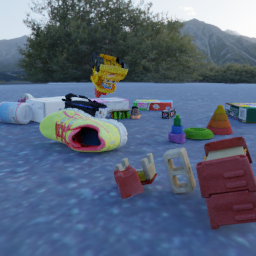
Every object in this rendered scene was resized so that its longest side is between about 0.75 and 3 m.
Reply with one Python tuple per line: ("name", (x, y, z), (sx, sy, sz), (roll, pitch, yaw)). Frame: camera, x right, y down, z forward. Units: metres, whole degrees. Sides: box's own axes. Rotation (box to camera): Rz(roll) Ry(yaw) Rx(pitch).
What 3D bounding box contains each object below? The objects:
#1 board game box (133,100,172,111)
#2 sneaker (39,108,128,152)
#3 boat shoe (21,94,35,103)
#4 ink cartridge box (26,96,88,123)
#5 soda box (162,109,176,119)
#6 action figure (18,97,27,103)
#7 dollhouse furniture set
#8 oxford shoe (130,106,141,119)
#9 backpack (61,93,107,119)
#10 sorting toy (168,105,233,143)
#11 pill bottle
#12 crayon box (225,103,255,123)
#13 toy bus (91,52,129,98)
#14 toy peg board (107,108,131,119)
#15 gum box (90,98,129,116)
("board game box", (1.392, -1.263, 15.386), (2.063, 0.416, 1.579), (2, 12, 9))
("sneaker", (-1.383, 0.086, 7.328), (2.580, 1.008, 1.165), (5, 15, 23))
("boat shoe", (-4.506, -1.115, 13.089), (0.861, 0.843, 2.418), (-3, 0, -30))
("ink cartridge box", (-2.953, -0.819, 11.915), (2.190, 0.929, 1.595), (-9, 15, -44))
("soda box", (1.843, -0.652, 12.610), (0.361, 0.323, 1.021), (6, 12, 26))
("action figure", (-4.666, -0.949, 11.886), (0.752, 1.122, 0.836), (50, 19, 21))
("dollhouse furniture set", (0.794, 0.877, 4.317), (2.231, 0.907, 1.200), (-14, 6, 24))
("oxford shoe", (0.352, -0.764, 12.681), (0.498, 0.510, 1.398), (-1, 11, -3))
("backpack", (-1.421, -0.529, 9.918), (1.480, 1.140, 1.409), (21, 18, 22))
("sorting toy", (2.330, -0.202, 8.830), (2.785, 0.959, 0.966), (-8, 14, -37))
("pill bottle", (-4.637, -0.616, 11.120), (1.527, 0.831, 0.831), (5, 12, 21))
("crayon box", (5.498, -0.699, 12.046), (1.852, 0.626, 2.146), (-1, 11, -3))
("toy bus", (-0.647, -1.435, 8.126), (0.915, 1.294, 1.348), (9, 23, -21))
("toy peg board", (-0.386, -0.585, 12.349), (0.871, 0.426, 0.868), (-3, -4, -22))
("gum box", (-1.189, -0.993, 13.234), (2.177, 0.720, 1.236), (-7, 15, -31))
